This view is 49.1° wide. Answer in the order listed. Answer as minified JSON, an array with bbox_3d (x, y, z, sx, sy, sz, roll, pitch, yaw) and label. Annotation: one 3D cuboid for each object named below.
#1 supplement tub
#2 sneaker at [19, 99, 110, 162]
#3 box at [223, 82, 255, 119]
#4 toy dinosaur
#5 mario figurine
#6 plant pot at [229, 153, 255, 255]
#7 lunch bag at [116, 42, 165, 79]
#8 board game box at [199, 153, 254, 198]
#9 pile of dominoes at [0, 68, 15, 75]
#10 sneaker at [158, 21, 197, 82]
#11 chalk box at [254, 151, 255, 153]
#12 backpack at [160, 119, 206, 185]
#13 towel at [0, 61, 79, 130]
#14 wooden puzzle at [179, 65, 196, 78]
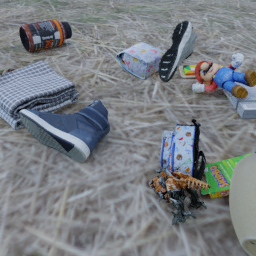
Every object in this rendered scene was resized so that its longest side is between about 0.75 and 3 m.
[{"bbox_3d":[-4.474,-5.178,15.481,2.660,1.423,1.423,-25,43,-30],"label":"supplement tub"},{"bbox_3d":[-1.881,-0.271,8.948,2.762,1.050,1.996,27,54,18],"label":"sneaker"},{"bbox_3d":[4.827,-1.128,10.800,1.657,0.438,2.126,-2,37,-4],"label":"box"},{"bbox_3d":[1.144,1.476,6.508,0.935,1.243,1.831,-27,0,-12],"label":"toy dinosaur"},{"bbox_3d":[3.538,-2.112,11.057,1.710,1.469,2.771,-22,30,-19],"label":"mario figurine"},{"bbox_3d":[3.001,1.812,5.461,2.315,2.315,1.554,20,54,25],"label":"plant pot"},{"bbox_3d":[0.565,-3.216,13.095,1.788,1.137,1.516,33,48,23],"label":"lunch bag"},{"bbox_3d":[2.931,1.156,7.184,2.176,0.326,1.039,-16,32,20],"label":"board game box"},{"bbox_3d":[-5.025,-1.688,10.700,1.342,1.722,0.274,-33,90,-47],"label":"pile of dominoes"},{"bbox_3d":[1.809,-2.565,9.754,0.884,2.230,0.824,29,-5,-34],"label":"sneaker"},{"bbox_3d":[3.031,0.885,6.481,0.820,0.508,0.512,-43,61,-5],"label":"chalk box"},{"bbox_3d":[1.438,0.764,7.433,1.185,1.539,1.466,-7,44,15],"label":"backpack"},{"bbox_3d":[-3.567,-1.342,10.429,2.354,1.217,2.843,30,46,33],"label":"towel"},{"bbox_3d":[3.082,-2.685,13.081,1.344,0.250,1.243,1,36,2],"label":"wooden puzzle"}]
